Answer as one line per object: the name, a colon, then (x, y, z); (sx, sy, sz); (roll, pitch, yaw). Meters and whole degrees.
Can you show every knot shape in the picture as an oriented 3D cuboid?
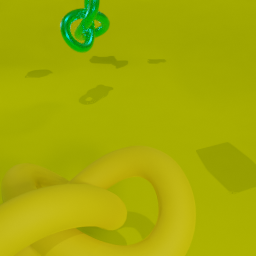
knot shape: (-1.011, -2.380, 6.528); (0.666, 1.441, 1.348); (28, 65, 11)
knot shape: (-0.518, 0.729, 2.521); (1.889, 0.873, 1.767); (-13, 7, -22)
